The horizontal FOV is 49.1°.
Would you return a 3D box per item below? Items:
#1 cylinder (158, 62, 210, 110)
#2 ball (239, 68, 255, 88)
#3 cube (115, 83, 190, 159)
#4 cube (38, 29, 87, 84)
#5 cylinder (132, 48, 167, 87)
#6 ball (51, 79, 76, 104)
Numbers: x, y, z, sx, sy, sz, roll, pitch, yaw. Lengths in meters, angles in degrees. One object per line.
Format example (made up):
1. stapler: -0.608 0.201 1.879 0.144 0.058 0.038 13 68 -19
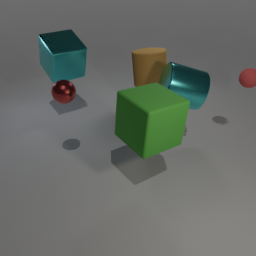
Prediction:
1. cylinder: 1.904 -1.451 9.771 1.400 1.400 1.400 13 30 -11
2. ball: 4.317 -1.775 9.957 0.700 0.700 0.700 0 31 0
3. cube: 0.609 -0.254 7.653 1.400 1.400 1.400 -17 38 -32
4. cube: -2.577 -2.827 11.046 1.400 1.400 1.400 -21 57 -28
5. cylinder: 0.898 -2.483 11.538 1.400 1.400 1.400 -5 25 2
6. ball: -1.842 -1.039 8.036 0.700 0.700 0.700 0 31 0
